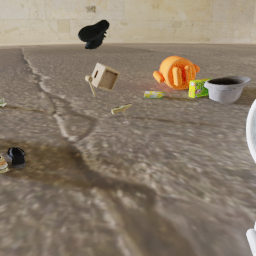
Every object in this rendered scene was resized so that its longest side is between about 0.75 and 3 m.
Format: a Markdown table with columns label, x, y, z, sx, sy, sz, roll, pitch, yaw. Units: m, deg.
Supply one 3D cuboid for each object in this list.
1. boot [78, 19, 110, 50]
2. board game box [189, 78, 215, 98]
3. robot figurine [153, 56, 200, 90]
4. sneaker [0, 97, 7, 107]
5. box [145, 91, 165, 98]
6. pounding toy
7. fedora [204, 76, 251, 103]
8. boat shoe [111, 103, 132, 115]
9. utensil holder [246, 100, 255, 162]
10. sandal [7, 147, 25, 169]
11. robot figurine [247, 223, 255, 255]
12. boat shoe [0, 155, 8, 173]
| label | x | y | z | sx | sy | sz | roll | pitch | yaw |
| --- | --- | --- | --- | --- | --- | --- | --- | --- | --- |
| boot | -1.085 | -2.676 | 8.353 | 1.178 | 0.436 | 0.965 | -40 | 1 | -29 |
| board game box | 3.328 | -1.796 | 12.423 | 1.369 | 0.695 | 0.326 | -13 | 24 | -30 |
| robot figurine | 2.386 | -2.754 | 13.820 | 1.517 | 1.871 | 2.601 | 39 | 12 | -17 |
| sneaker | -5.209 | -1.077 | 10.909 | 0.977 | 0.433 | 0.376 | 2 | 21 | 5 |
| box | 1.181 | -1.458 | 12.238 | 0.874 | 0.211 | 0.513 | 0 | 20 | 8 |
| pounding toy | -1.018 | -1.610 | 9.380 | 0.544 | 1.045 | 1.190 | 35 | 16 | 38 |
| fedora | 4.090 | -1.562 | 11.600 | 1.870 | 0.844 | 1.654 | -14 | 23 | -21 |
| boat shoe | -0.199 | -0.644 | 9.809 | 0.759 | 0.289 | 0.272 | -17 | 1 | 13 |
| utensil holder | 4.137 | 0.040 | 5.880 | 2.349 | 1.996 | 1.996 | -5 | 21 | -18 |
| sandal | -2.650 | 0.645 | 6.703 | 0.385 | 0.217 | 1.013 | -12 | 24 | -28 |
| robot figurine | 2.146 | 1.541 | 3.645 | 1.090 | 0.726 | 1.285 | -2 | 21 | 7 |
| boat shoe | -3.085 | 0.686 | 6.394 | 1.051 | 0.360 | 0.393 | 15 | 26 | 35 |
